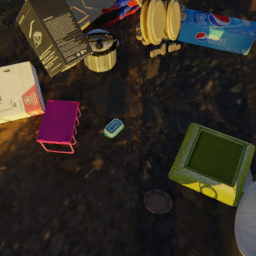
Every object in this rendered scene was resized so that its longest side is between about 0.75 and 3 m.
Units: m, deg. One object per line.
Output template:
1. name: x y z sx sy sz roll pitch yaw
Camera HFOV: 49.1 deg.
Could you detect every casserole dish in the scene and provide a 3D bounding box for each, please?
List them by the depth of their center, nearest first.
1. casserole dish: -0.484 -0.027 9.541 0.477 0.153 0.788 39 70 18

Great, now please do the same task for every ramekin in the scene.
1. ramekin: 3.730 2.474 7.256 0.971 2.085 2.085 17 63 -4

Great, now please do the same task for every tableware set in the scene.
1. tableware set: 0.885 -3.051 7.878 0.549 1.810 2.738 8 23 24

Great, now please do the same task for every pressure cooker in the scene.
1. pressure cooker: -1.039 -2.915 10.308 1.290 1.444 1.270 36 68 18

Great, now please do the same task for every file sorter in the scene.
1. file sorter: -2.154 -0.022 9.097 1.031 0.931 1.484 4 62 3

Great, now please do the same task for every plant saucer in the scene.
1. plant saucer: 0.877 2.185 8.261 0.848 0.146 0.848 5 41 -4
2. plant saucer: 2.686 0.963 8.737 2.218 0.532 2.222 22 65 14

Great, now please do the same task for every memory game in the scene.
1. memory game: 1.272 -4.200 11.138 2.206 0.141 2.206 -15 57 24

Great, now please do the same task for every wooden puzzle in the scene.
1. wooden puzzle: -2.317 -5.148 11.959 2.659 0.665 2.871 37 73 18

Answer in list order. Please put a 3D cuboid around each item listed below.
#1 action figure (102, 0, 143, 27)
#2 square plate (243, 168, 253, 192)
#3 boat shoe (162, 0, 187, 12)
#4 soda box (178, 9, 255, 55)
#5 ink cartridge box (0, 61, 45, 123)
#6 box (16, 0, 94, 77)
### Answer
1. action figure: -0.092 -5.169 11.772 0.689 0.872 2.667 8 42 43
2. square plate: 3.403 1.583 8.716 0.884 0.126 0.876 -2 63 -1
3. boat shoe: 1.795 -5.220 11.959 0.758 0.776 2.051 -24 64 -27
4. soda box: 3.480 -3.792 11.036 2.797 0.949 0.897 14 63 8
5. ink cartridge box: -4.129 -1.083 9.337 2.297 0.951 1.683 -15 88 -8
6. box: -2.135 -2.673 8.079 1.031 1.463 1.977 -36 107 -29
